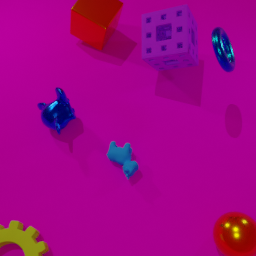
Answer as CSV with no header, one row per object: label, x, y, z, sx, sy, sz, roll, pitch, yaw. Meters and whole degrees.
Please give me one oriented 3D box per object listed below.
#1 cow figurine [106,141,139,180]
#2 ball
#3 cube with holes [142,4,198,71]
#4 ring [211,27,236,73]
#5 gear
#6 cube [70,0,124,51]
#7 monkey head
cow figurine,-0.150,0.820,7.113,0.902,0.495,0.888,7,62,16
ball,2.322,2.293,5.969,0.988,0.988,0.988,0,60,0
cube with holes,1.225,-2.489,7.997,1.279,1.279,1.279,-2,85,26
ring,2.262,-1.846,6.608,0.222,1.109,1.109,-16,53,35
gear,-2.598,2.930,5.976,1.753,0.324,1.753,0,61,0
cube,-1.023,-3.483,8.928,1.204,1.204,1.204,29,68,-2
monkey head,-1.944,-0.489,7.492,0.893,1.067,1.483,-30,46,-19
